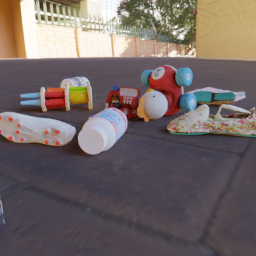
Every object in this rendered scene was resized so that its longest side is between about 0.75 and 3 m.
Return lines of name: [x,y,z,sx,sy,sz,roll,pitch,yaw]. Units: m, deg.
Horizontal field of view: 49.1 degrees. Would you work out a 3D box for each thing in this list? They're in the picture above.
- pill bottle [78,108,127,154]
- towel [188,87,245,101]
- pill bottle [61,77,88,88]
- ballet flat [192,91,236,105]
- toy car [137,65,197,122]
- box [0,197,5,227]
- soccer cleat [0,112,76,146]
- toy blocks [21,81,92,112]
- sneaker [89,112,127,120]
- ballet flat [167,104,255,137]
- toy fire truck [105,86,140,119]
pill bottle: [-0.638,0.070,7.183,0.880,0.880,1.618,5,19,14]
towel: [4.136,-1.572,13.273,2.131,0.360,2.231,15,22,39]
pill bottle: [-2.681,-2.182,14.388,0.847,0.847,1.489,8,18,24]
ballet flat: [3.596,-1.197,11.808,1.831,0.646,0.598,9,-21,29]
toy car: [0.996,-1.082,9.739,1.894,1.817,2.055,7,30,43]
box: [-3.447,1.021,4.533,2.177,0.663,2.701,-14,22,-33]
soccer cleat: [-2.533,0.036,7.643,2.248,0.779,0.872,11,15,12]
toy blocks: [-2.851,-1.313,11.430,2.652,0.963,2.210,-3,18,-10]
sneaker: [-0.697,-0.196,8.805,0.786,0.500,1.379,-21,18,-40]
ballet flat: [2.555,-0.271,8.276,2.748,0.878,1.039,1,19,5]
toy fire truck: [-0.198,-0.935,9.937,1.297,1.089,0.727,9,15,25]
